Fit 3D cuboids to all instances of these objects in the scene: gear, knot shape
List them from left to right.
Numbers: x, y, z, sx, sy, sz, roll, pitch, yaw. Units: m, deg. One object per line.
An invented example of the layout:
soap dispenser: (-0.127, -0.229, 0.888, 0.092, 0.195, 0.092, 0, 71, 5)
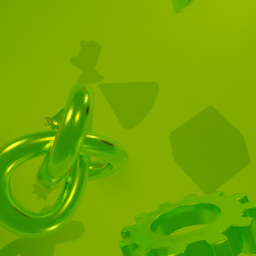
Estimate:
knot shape: (-0.789, 0.495, 4.019, 0.959, 1.943, 2.076, 33, 90, 28)
gear: (0.653, 1.103, 3.042, 1.492, 1.492, 0.276, -18, 91, -6)

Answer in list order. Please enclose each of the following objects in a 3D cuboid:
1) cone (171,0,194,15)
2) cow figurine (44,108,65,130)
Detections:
cone: (0.996, -3.244, 5.209, 1.520, 1.520, 1.526, -46, 102, -14)
cow figurine: (-1.207, 0.052, 5.513, 0.576, 1.049, 1.032, 43, 39, 18)
